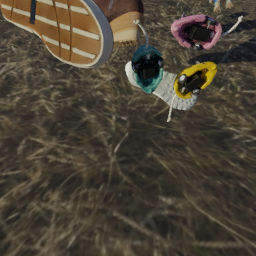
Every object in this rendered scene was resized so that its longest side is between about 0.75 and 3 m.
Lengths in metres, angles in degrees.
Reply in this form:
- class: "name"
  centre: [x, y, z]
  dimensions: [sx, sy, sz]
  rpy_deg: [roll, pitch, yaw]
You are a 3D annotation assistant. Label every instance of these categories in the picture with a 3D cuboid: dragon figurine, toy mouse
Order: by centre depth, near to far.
- class: "toy mouse"
  centre: [0.666, -1.150, 4.196]
  dimensions: [1.750, 1.969, 0.381]
  rpy_deg: [26, 33, -35]
- class: "dragon figurine"
  centre: [1.846, -2.970, 5.708]
  dimensions: [0.487, 1.654, 0.822]
  rpy_deg: [-17, 69, 14]

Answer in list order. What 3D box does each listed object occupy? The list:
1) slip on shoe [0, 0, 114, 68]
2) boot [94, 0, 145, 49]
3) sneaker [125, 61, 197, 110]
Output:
- class: "slip on shoe"
  centre: [-1.020, -1.658, 4.301]
  dimensions: [2.577, 0.980, 0.781]
  rpy_deg: [31, 27, 33]
- class: "boot"
  centre: [-0.768, -3.108, 7.533]
  dimensions: [2.451, 0.887, 2.039]
  rpy_deg: [-2, 78, 10]
- class: "sneaker"
  centre: [0.676, -0.891, 5.549]
  dimensions: [1.575, 0.602, 0.634]
  rpy_deg: [28, 12, -18]
